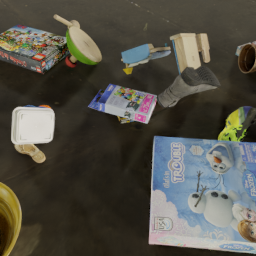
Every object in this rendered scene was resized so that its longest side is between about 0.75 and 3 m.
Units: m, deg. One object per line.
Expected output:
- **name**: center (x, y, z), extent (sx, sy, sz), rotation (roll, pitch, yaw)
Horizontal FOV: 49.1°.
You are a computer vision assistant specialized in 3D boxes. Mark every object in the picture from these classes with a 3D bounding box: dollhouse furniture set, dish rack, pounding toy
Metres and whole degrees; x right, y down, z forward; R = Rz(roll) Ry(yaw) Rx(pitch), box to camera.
- **dollhouse furniture set**: center (1.471, -2.372, 10.675), extent (2.614, 1.705, 2.467), rotation (-6, 11, 39)
- **dish rack**: center (-2.411, -0.042, 7.286), extent (1.127, 0.967, 0.245), rotation (-1, 10, -44)
- **pounding toy**: center (-2.125, -3.200, 11.085), extent (2.190, 1.016, 1.691), rotation (55, 25, 2)

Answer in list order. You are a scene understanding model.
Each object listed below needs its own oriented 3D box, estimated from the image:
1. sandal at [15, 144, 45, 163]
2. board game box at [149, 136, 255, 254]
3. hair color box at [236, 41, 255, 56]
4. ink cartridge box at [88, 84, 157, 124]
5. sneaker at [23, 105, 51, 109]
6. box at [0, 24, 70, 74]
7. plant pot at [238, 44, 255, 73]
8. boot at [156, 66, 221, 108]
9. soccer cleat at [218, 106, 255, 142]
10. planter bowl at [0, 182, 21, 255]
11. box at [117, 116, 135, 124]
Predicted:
- **sandal**: center (-2.782, 0.541, 7.877), extent (1.154, 0.380, 0.423), rotation (28, 52, 25)
- **board game box**: center (1.963, 1.460, 6.790), extent (2.792, 0.609, 2.806), rotation (3, 45, 4)
- **hair color box**: center (5.190, -3.242, 11.656), extent (1.256, 0.380, 0.628), rotation (-22, 49, -21)
- **ink cartridge box**: center (-0.152, -0.831, 8.771), extent (1.927, 0.404, 1.150), rotation (14, 41, 10)
- **sneaker**: center (-2.992, -0.493, 8.932), extent (1.017, 0.383, 0.399), rotation (-6, 50, -3)
- **box**: center (-4.085, -3.365, 11.647), extent (2.971, 0.560, 2.029), rotation (20, 48, 19)
- **plant pot**: center (4.982, -2.631, 10.653), extent (1.075, 1.086, 1.086), rotation (-2, 45, -13)
- **boot**: center (1.790, -1.190, 8.408), extent (2.061, 1.357, 0.719), rotation (-3, 60, -45)
- **soccer cleat**: center (3.199, -0.045, 8.463), extent (1.834, 0.593, 0.767), rotation (-39, 26, -27)
- **planter bowl**: center (-3.279, 2.317, 5.652), extent (2.458, 1.024, 2.458), rotation (-1, 45, 1)
- **box**: center (0.012, -0.616, 9.130), extent (0.826, 0.255, 1.034), rotation (-11, 46, -9)
